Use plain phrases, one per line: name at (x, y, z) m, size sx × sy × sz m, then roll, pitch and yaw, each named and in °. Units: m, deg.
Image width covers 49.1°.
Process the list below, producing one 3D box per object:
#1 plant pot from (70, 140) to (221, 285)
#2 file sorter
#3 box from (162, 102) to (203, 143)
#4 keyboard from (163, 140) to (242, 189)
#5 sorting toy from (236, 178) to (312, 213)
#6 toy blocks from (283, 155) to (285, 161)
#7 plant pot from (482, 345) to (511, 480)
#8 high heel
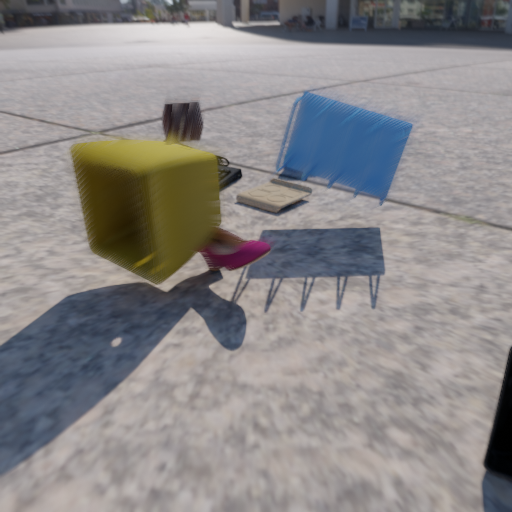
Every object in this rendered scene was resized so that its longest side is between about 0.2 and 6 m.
plant pot at (-1.431, -0.827, 8.049) m, size 1.680 × 1.680 × 1.482 m, roll 21°, pitch 35°, yaw 37°
file sorter at (1.551, -1.900, 10.039) m, size 2.086 × 1.448 × 1.280 m, roll 19°, pitch 23°, yaw 7°
box at (-1.252, -2.255, 9.487) m, size 0.596 × 0.489 × 0.494 m, roll -9°, pitch -17°, yaw -16°
keyboard at (-2.095, -2.306, 13.386) m, size 3.580 × 0.709 × 1.863 m, roll 13°, pitch 29°, yaw 23°
sorting toy at (0.386, -1.247, 11.727) m, size 1.155 × 0.228 × 1.248 m, roll 20°, pitch 36°, yaw 36°
toy blocks at (1.462, -2.591, 14.007) m, size 1.203 × 0.879 × 1.760 m, roll 16°, pitch 29°, yaw 8°
plant pot at (2.930, 1.364, 5.132) m, size 1.270 × 1.267 × 1.127 m, roll 13°, pitch 17°, yaw 27°
high heel at (-0.431, -0.219, 8.154) m, size 0.560 × 0.799 × 1.662 m, roll -31°, pitch 12°, yaw -36°
